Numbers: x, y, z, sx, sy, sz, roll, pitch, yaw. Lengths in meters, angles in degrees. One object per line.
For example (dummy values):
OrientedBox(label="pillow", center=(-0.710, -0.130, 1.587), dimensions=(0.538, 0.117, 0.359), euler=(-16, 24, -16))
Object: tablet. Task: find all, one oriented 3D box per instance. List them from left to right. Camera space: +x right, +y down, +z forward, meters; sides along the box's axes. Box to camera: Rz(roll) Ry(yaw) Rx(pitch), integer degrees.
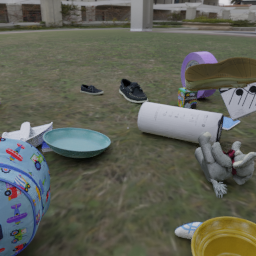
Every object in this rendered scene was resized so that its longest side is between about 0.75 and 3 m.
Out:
OrientedBox(label="tablet", center=(3.670, -0.177, 10.493), dimensions=(0.686, 0.072, 1.054), euler=(21, 31, 39))

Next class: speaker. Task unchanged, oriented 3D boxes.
OrientedBox(label="speaker", center=(1.685, -0.164, 9.240), dimensions=(2.655, 1.078, 1.078), euler=(11, 27, 24))

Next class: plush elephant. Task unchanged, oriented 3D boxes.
OrientedBox(label="plush elephant", center=(2.503, 0.818, 6.923), dimensions=(1.232, 1.310, 1.591), euler=(-15, 55, -1))

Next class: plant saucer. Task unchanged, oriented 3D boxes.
OrientedBox(label="plant saucer", center=(-1.533, 0.463, 8.429), dimensions=(1.991, 0.358, 1.991), euler=(8, 17, -3))

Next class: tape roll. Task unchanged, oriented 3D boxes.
OrientedBox(label="tape roll", center=(3.309, -2.451, 13.034), dimensions=(0.688, 2.096, 2.096), euler=(-9, 26, -20))

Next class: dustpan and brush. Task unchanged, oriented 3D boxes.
OrientedBox(label="dustpan and brush", center=(-3.134, 0.333, 8.543), dimensions=(1.605, 0.658, 2.299), euler=(-13, 34, -7))

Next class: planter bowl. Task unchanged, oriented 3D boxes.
OrientedBox(label="planter bowl", center=(1.752, 2.197, 4.562), dimensions=(1.452, 0.605, 1.452), euler=(-2, 28, 1))

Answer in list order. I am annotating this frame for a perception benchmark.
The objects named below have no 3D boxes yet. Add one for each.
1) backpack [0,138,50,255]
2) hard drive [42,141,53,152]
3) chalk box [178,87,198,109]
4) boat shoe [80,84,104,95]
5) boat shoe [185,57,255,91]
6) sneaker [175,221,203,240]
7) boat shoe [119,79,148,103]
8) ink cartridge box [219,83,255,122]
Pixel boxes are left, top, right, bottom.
OrientedBox(label="backpack", center=(-2.565, 1.363, 4.417), dimensions=(2.630, 2.401, 1.769), euler=(-2, 28, -18))
OrientedBox(label="hard drive", center=(-2.402, 0.433, 9.067), dimensions=(0.697, 0.134, 1.057), euler=(-6, 25, -12))
OrientedBox(label="chalk box", center=(2.552, -1.383, 11.996), dimensions=(0.636, 1.019, 0.632), euler=(-7, 25, -15))
OrientedBox(label="boat shoe", center=(-1.818, -1.913, 13.919), dimensions=(1.318, 0.410, 0.492), euler=(14, 26, 25))
OrientedBox(label="boat shoe", center=(2.126, -1.103, 6.132), dimensions=(1.720, 0.541, 0.627), euler=(-6, 57, 10))
OrientedBox(label="sneaker", center=(1.485, 2.029, 5.257), dimensions=(1.211, 0.435, 0.439), euler=(-1, 50, 15))
OrientedBox(label="boat shoe", center=(0.234, -1.833, 13.285), dimensions=(0.870, 0.772, 2.328), euler=(-9, 26, -18))
OrientedBox(label="ink cartridge box", center=(3.819, -1.204, 7.556), dimensions=(2.502, 1.176, 0.553), euler=(-24, -14, 20))
